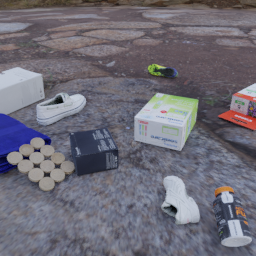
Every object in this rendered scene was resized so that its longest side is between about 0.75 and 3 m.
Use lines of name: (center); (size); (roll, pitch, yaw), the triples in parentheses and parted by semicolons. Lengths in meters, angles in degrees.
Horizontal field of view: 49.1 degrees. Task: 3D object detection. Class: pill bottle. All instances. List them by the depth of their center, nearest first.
pill bottle: (2.175, 1.857, 5.995); (0.619, 0.619, 1.165); (0, 50, -1)

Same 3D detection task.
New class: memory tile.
memory tile: (-2.401, 0.974, 7.826); (1.591, 0.134, 1.220); (35, 45, 13)

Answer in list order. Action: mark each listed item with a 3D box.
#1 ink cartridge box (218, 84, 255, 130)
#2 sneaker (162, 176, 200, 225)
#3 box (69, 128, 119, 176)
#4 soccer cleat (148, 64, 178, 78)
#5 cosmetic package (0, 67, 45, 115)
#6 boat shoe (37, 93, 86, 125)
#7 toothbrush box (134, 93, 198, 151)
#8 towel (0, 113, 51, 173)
ink cartridge box: (5.073, -0.930, 11.164); (2.920, 0.735, 1.591); (-23, 37, -37)
sneaker: (1.088, 1.693, 6.726); (0.728, 0.570, 1.464); (-12, 30, -13)
box: (-1.040, 0.661, 8.380); (1.230, 0.703, 1.350); (-7, 30, -16)
soccer cleat: (1.898, -3.080, 15.384); (1.839, 0.595, 0.769); (20, 5, 39)
cosmetic package: (-5.190, -1.445, 11.607); (1.687, 1.213, 2.990); (19, 33, 27)
boat shoe: (-2.553, -0.959, 11.121); (0.933, 0.847, 2.537); (14, 32, 23)
toothbrush box: (1.391, -0.302, 9.838); (1.639, 0.969, 2.251); (13, 33, 22)
towel: (-4.174, 0.416, 8.932); (2.968, 0.735, 2.191); (23, 30, 35)
